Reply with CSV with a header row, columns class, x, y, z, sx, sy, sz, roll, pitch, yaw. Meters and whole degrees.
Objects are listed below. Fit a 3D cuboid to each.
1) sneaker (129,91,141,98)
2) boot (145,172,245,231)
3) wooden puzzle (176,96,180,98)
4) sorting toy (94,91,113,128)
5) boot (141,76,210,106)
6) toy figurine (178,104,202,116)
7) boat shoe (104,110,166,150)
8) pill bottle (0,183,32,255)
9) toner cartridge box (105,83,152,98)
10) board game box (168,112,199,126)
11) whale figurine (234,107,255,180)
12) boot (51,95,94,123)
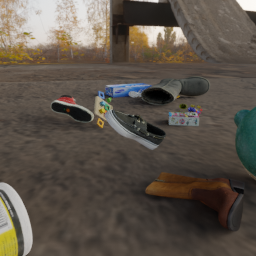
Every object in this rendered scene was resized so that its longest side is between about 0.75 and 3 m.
class,x,y,z,sx,sy,sz,roll,pitch,yaw
sneaker,0.426,-1.644,13.908,0.809,0.304,0.358,6,4,-3
boot,0.967,0.987,4.238,1.447,0.496,1.362,6,17,22
wooden puzzle,1.952,-1.480,13.469,0.936,0.109,0.631,9,24,26
sorting toy,-0.719,-0.571,8.611,0.174,1.280,0.721,-23,-37,34
boot,2.263,-1.735,12.731,2.721,1.086,2.993,-2,10,19
toy figurine,2.302,-0.566,10.173,0.868,0.458,0.520,14,-8,33
boat shoe,0.173,-0.036,5.225,1.467,0.415,0.504,29,25,-43
pill bottle,-1.867,1.207,2.717,0.896,0.896,1.609,15,22,42
toner cartridge box,0.055,-1.978,14.575,2.252,0.486,1.070,-8,18,-26
board game box,1.786,-0.301,9.090,0.932,0.300,0.688,1,15,6
whale figurine,2.968,-0.258,5.027,2.155,1.406,2.709,7,58,40
boot,-1.741,-0.711,9.473,1.439,0.521,1.038,21,25,2
